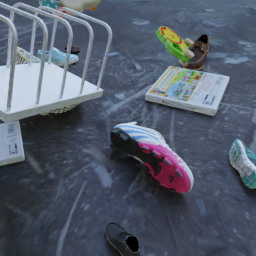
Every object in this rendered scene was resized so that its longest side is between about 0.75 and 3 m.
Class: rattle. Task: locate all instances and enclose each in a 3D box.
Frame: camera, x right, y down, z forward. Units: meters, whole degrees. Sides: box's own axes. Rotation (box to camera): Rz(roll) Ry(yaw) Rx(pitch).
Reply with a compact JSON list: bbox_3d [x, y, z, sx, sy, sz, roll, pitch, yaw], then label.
[{"bbox_3d":[-1.840,-3.844,8.848,1.712,1.560,2.396,-16,47,58],"label":"rattle"}]

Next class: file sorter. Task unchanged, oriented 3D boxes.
[{"bbox_3d":[-1.838,-1.507,5.624,1.834,1.646,2.644,29,29,22],"label":"file sorter"}]

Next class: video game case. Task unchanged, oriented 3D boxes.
[{"bbox_3d":[-4.355,0.595,7.945,2.561,0.231,1.834,-13,38,-17],"label":"video game case"},{"bbox_3d":[2.381,-1.555,10.891,2.575,0.324,2.829,16,39,20],"label":"video game case"}]

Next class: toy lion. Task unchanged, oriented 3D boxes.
[{"bbox_3d":[1.298,-2.412,7.932,1.127,0.404,1.176,27,41,-14],"label":"toy lion"}]

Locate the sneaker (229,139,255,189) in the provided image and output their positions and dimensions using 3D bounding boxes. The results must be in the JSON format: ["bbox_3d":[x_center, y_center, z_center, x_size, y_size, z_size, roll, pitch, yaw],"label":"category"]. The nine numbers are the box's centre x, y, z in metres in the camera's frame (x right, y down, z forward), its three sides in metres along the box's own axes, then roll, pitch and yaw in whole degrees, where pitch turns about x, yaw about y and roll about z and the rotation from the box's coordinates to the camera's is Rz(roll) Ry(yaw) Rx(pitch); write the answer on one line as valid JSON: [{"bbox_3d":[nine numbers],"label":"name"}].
[{"bbox_3d":[3.205,0.940,7.285,0.744,0.632,1.630,9,38,-13],"label":"sneaker"}]

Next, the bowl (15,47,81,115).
[{"bbox_3d":[-2.836,-1.294,9.263,2.806,1.317,2.806,36,5,-4],"label":"bowl"}]

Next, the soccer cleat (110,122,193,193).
[{"bbox_3d":[0.731,0.564,7.353,1.210,0.979,2.803,-23,43,-38],"label":"soccer cleat"}]

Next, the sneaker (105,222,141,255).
[{"bbox_3d":[-0.080,2.132,5.477,0.415,0.589,1.110,-23,42,-29],"label":"sneaker"}]

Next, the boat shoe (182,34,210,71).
[{"bbox_3d":[3.255,-3.620,13.203,1.009,1.008,2.867,14,39,16],"label":"boat shoe"}]

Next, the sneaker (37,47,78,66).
[{"bbox_3d":[-3.284,-3.354,13.012,1.873,0.768,0.692,-6,37,-8],"label":"sneaker"}]

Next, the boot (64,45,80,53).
[{"bbox_3d":[-2.869,-4.028,14.371,0.783,0.283,0.651,-5,34,-12],"label":"boot"}]
